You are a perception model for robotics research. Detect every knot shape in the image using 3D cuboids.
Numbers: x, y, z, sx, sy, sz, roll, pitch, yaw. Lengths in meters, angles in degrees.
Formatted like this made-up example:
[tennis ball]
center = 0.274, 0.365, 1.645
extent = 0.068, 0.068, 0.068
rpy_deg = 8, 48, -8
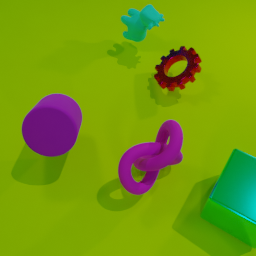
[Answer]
[knot shape]
center = 0.484, 0.711, 6.035
extent = 1.641, 1.754, 0.810
rpy_deg = -36, 70, -24

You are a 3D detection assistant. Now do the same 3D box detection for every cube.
[cube]
center = 2.429, 1.465, 5.798
extent = 1.290, 1.290, 1.290
rpy_deg = 27, 63, 21

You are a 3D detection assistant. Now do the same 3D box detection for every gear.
[gear]
center = 1.358, -1.642, 7.734
extent = 1.322, 0.245, 1.322
rpy_deg = -18, 55, 28

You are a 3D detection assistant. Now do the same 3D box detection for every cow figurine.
[cow figurine]
center = 0.427, -3.000, 8.202
extent = 1.282, 1.303, 0.715
rpy_deg = 30, 65, 20

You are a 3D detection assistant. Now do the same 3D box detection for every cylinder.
[cylinder]
center = -1.626, -0.097, 6.198
extent = 1.126, 1.126, 1.126
rpy_deg = -4, 20, -2
